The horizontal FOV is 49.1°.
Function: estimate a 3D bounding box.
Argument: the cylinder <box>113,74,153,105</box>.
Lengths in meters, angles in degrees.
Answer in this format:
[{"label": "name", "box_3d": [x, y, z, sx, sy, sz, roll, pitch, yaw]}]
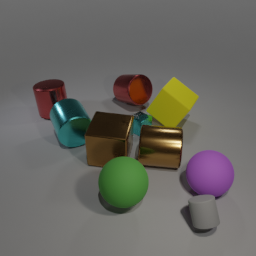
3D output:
[{"label": "cylinder", "box_3d": [0.217, -1.850, 13.362, 1.400, 1.400, 1.400, -20, 20, -29]}]

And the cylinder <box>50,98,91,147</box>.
[{"label": "cylinder", "box_3d": [-2.179, -0.215, 10.848, 1.400, 1.400, 1.400, -14, 41, -21]}]

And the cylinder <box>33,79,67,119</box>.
[{"label": "cylinder", "box_3d": [-3.493, -1.339, 12.807, 1.400, 1.400, 1.400, -3, 30, 2]}]

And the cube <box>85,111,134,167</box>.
[{"label": "cube", "box_3d": [-0.607, 0.424, 9.802, 1.400, 1.400, 1.400, 7, 38, 7]}]

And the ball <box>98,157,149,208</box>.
[{"label": "ball", "box_3d": [-0.124, 1.498, 7.794, 1.400, 1.400, 1.400, 0, 31, 0]}]

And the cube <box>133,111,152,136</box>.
[{"label": "cube", "box_3d": [0.516, -0.175, 11.652, 0.700, 0.700, 0.700, 27, 40, 37]}]

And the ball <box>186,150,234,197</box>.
[{"label": "ball", "box_3d": [2.454, 1.364, 8.429, 1.400, 1.400, 1.400, 0, 31, 0]}]

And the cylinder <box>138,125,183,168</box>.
[{"label": "cylinder", "box_3d": [1.122, 0.630, 9.635, 1.400, 1.400, 1.400, 4, 32, 7]}]

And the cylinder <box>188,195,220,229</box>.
[{"label": "cylinder", "box_3d": [1.989, 2.187, 7.346, 0.700, 0.700, 0.700, -12, -1, 0]}]

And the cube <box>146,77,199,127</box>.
[{"label": "cube", "box_3d": [1.897, -1.029, 11.907, 1.400, 1.400, 1.400, 39, 40, 4]}]
